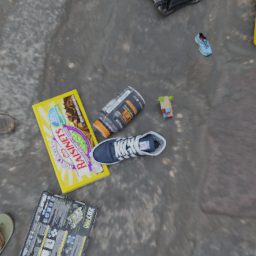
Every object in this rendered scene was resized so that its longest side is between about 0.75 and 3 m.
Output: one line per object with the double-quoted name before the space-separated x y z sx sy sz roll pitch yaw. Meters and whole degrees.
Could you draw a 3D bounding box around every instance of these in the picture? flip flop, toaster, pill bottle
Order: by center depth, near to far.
"flip flop" -3.740 3.174 7.901 0.614 0.436 1.513 23 77 6
"pill bottle" -0.308 -0.451 8.600 0.857 0.857 1.612 43 80 10
"toaster" 1.547 -4.901 9.534 2.163 1.229 1.397 -27 74 -9

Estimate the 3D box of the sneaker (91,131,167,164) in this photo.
"sneaker" 0.056 0.563 7.983 2.162 1.173 0.758 -8 84 -14

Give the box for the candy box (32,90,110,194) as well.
"candy box" -1.772 0.368 8.625 1.490 0.385 2.916 -23 77 -6

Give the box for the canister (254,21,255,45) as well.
"canister" 4.735 -3.832 9.180 0.825 1.416 1.907 10 78 3

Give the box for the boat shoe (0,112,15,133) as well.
"boat shoe" -4.426 -0.167 8.495 1.852 0.679 0.690 4 106 -20

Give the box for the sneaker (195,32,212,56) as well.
"sneaker" 2.554 -2.836 9.438 0.339 0.389 0.864 -27 77 -6

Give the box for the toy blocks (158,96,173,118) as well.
"toy blocks" 1.200 -0.615 8.664 0.475 0.951 0.650 -10 88 15

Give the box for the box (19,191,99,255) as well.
"box" -1.939 3.018 7.902 1.695 0.516 2.103 14 76 5
